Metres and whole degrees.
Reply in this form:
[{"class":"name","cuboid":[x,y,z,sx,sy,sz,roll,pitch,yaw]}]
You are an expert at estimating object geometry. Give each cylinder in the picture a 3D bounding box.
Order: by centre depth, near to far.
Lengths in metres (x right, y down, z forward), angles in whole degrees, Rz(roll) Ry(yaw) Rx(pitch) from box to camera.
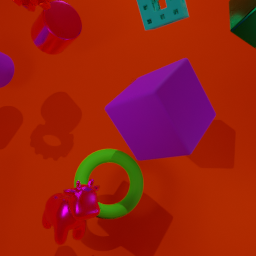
[{"class":"cylinder","cuboid":[-1.884,-2.592,7.337,1.036,1.036,1.036,7,77,-35]},{"class":"cylinder","cuboid":[-3.787,-1.663,7.548,0.987,0.987,0.987,-1,85,16]}]

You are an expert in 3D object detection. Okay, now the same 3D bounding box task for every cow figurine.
[{"class":"cow figurine","cuboid":[-1.172,1.580,5.659,1.455,0.799,1.432,19,103,47]}]

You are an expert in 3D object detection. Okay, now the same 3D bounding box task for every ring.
[{"class":"ring","cuboid":[-0.457,1.349,6.804,1.687,0.337,1.687,1,82,-5]}]

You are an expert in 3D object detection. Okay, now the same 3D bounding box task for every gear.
[{"class":"gear","cuboid":[-1.882,-3.126,5.720,1.397,0.258,1.397,0,88,10]}]

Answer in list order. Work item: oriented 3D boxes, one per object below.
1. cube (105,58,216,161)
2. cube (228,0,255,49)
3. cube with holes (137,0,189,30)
[{"class":"cube","cuboid":[0.644,-0.314,5.386,1.308,1.308,1.308,-46,112,-39]},{"class":"cube","cuboid":[3.057,-2.564,6.115,1.162,1.162,1.162,25,54,-19]},{"class":"cube with holes","cuboid":[0.902,-3.234,7.287,1.024,1.024,1.024,-12,106,23]}]
